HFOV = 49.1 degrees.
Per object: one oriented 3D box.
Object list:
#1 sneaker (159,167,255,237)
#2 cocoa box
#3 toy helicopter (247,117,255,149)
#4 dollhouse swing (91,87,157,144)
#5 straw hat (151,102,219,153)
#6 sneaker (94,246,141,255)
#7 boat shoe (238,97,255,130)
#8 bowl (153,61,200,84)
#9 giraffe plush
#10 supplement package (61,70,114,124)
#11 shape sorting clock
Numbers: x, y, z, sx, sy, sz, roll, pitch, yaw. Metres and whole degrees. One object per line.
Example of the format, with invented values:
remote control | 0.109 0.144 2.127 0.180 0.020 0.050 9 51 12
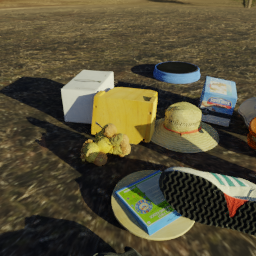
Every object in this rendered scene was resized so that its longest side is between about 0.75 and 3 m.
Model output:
sneaker | 1.959 1.452 5.986 2.679 0.943 1.253 16 10 7
cocoa box | 3.184 -1.008 10.076 1.125 1.107 1.686 14 31 10
toy helicopter | 4.735 0.358 7.594 1.785 1.065 2.699 -40 58 -3
dollhouse swing | 0.004 -0.493 9.339 1.903 1.729 1.673 7 7 13
straw hat | 1.746 -0.257 8.963 2.424 1.026 2.424 0 29 0
sneaker | -0.525 2.514 4.435 2.068 0.687 0.935 -13 29 -29
boat shoe | 4.358 -0.355 9.666 0.804 0.685 2.404 -27 14 26
bowl | 2.465 -2.866 14.170 2.357 0.463 2.357 0 29 0
giraffe plush | -0.746 0.539 7.685 1.354 1.169 1.098 29 61 26
supplement package | -1.396 -1.210 10.382 1.279 1.284 2.188 6 30 10
shape sorting clock | 0.584 1.641 6.226 1.907 0.374 1.907 0 32 0
